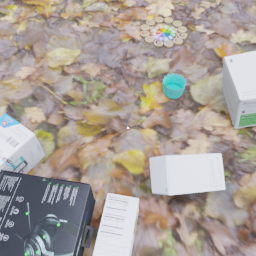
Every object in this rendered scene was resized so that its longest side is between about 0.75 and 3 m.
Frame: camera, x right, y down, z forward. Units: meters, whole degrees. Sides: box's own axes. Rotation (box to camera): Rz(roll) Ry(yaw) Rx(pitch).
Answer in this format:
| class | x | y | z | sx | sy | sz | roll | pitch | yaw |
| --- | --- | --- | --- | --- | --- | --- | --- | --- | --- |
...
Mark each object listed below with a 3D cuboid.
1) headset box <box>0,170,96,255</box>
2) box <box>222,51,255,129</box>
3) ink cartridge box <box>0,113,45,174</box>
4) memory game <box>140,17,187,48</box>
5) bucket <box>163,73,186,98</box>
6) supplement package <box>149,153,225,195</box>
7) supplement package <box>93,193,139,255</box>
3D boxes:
| class | x | y | z | sx | sy | sz | roll | pitch | yaw |
| --- | --- | --- | --- | --- | --- | --- | --- | --- | --- |
| headset box | -2.047 | 2.310 | 6.512 | 2.452 | 1.138 | 2.135 | 7 | 56 | 5 |
| box | 3.963 | -1.209 | 8.491 | 1.811 | 1.559 | 1.820 | -9 | 54 | 9 |
| ink cartridge box | -3.367 | 0.740 | 7.565 | 1.206 | 1.200 | 1.644 | 32 | 61 | 20 |
| memory game | 1.450 | -3.943 | 11.438 | 1.976 | 0.126 | 1.976 | 0 | 56 | 0 |
| bucket | 1.543 | -1.402 | 9.463 | 0.785 | 0.511 | 0.785 | 0 | 56 | 1 |
| supplement package | 1.468 | 1.145 | 7.049 | 1.599 | 0.934 | 0.938 | 0 | 82 | -22 |
| supplement package | -0.235 | 2.419 | 6.641 | 0.795 | 0.826 | 1.451 | 8 | 56 | 7 |
